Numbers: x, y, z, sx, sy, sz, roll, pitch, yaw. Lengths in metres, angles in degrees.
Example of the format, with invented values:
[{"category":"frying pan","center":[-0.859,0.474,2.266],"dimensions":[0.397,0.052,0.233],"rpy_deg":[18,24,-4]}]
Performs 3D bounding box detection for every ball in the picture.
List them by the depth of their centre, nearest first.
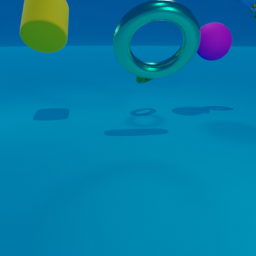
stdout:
[{"category":"ball","center":[2.627,-2.663,8.675],"dimensions":[1.126,1.126,1.126],"rpy_deg":[0,18,0]}]

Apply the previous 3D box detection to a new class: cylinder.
[{"category":"cylinder","center":[-2.318,-2.990,7.872],"dimensions":[1.241,1.241,1.241],"rpy_deg":[-2,63,-5]}]

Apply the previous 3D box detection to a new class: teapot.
[{"category":"teapot","center":[3.286,-3.847,7.843],"dimensions":[0.680,1.388,0.863],"rpy_deg":[-34,-20,33]}]

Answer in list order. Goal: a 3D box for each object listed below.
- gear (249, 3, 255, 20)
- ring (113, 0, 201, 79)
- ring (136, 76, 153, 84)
[{"category":"gear","center":[4.151,-3.718,8.254],"dimensions":[1.101,1.101,0.204],"rpy_deg":[0,16,1]},{"category":"ring","center":[0.644,-1.915,6.333],"dimensions":[1.983,1.983,0.397],"rpy_deg":[-2,52,-5]},{"category":"ring","center":[0.826,-1.859,9.396],"dimensions":[1.243,0.249,1.243],"rpy_deg":[-28,-3,-2]}]
